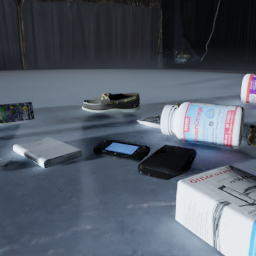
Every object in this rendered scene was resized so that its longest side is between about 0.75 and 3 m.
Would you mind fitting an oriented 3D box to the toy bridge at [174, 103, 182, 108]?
[{"bbox_3d":[3.285,-0.949,12.962,2.390,0.325,0.803,5,13,18],"label":"toy bridge"}]

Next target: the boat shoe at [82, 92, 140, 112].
[{"bbox_3d":[-0.790,-1.239,12.850,2.677,0.806,0.954,-1,30,1],"label":"boat shoe"}]

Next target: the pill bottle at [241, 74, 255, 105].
[{"bbox_3d":[7.227,-1.874,13.994,2.774,1.560,1.560,9,17,29],"label":"pill bottle"}]

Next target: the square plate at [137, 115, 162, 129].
[{"bbox_3d":[1.331,-0.215,10.437,1.447,0.208,1.460,15,21,42],"label":"square plate"}]

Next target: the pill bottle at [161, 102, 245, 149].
[{"bbox_3d":[2.149,-0.125,8.153,2.219,1.206,1.206,7,16,26],"label":"pill bottle"}]

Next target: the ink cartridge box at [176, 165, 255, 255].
[{"bbox_3d":[1.705,1.229,4.000,1.260,0.727,1.726,-9,17,-31],"label":"ink cartridge box"}]

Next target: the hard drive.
[{"bbox_3d":[-2.128,0.600,7.350,1.088,0.217,1.650,-14,21,-43],"label":"hard drive"}]

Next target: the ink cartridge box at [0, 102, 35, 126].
[{"bbox_3d":[-4.742,-0.379,9.443,2.715,0.684,1.479,-9,2,-36],"label":"ink cartridge box"}]

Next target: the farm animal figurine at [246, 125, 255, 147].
[{"bbox_3d":[4.231,0.288,7.744,1.223,0.761,1.514,-33,34,-28],"label":"farm animal figurine"}]

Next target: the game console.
[{"bbox_3d":[0.288,0.671,6.913,2.602,0.314,1.535,7,16,27],"label":"game console"}]
